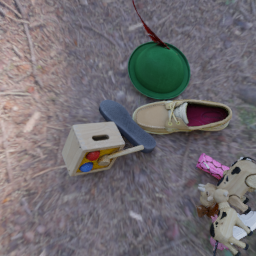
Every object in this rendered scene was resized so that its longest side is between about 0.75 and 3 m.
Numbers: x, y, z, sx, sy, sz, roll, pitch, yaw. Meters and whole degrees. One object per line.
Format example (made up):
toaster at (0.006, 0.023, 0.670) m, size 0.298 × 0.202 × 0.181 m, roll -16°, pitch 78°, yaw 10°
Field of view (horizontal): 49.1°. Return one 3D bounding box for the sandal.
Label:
sandal at (-0.138, -0.017, 8.150) m, size 0.836 × 0.471 × 2.198 m, roll -18°, pitch 56°, yaw -43°

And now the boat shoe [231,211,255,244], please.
boat shoe at (2.855, 2.568, 7.461) m, size 1.540 × 0.554 × 0.528 m, roll -27°, pitch 90°, yaw -12°

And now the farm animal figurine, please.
farm animal figurine at (2.292, 1.587, 6.501) m, size 1.173 × 2.249 × 2.224 m, roll 38°, pitch 92°, yaw 3°

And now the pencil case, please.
pencil case at (2.561, 1.209, 8.035) m, size 1.186 × 0.556 × 0.538 m, roll 27°, pitch 84°, yaw 6°

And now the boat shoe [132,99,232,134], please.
boat shoe at (1.562, -0.408, 8.171) m, size 2.892 × 0.960 × 1.070 m, roll -4°, pitch 78°, yaw 2°

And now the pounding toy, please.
pounding toy at (-0.708, 0.597, 7.475) m, size 1.576 × 1.450 × 1.120 m, roll -6°, pitch 54°, yaw -34°

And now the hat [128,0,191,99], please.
hat at (0.992, -2.026, 7.837) m, size 2.313 × 2.036 × 1.916 m, roll 9°, pitch 78°, yaw -7°
